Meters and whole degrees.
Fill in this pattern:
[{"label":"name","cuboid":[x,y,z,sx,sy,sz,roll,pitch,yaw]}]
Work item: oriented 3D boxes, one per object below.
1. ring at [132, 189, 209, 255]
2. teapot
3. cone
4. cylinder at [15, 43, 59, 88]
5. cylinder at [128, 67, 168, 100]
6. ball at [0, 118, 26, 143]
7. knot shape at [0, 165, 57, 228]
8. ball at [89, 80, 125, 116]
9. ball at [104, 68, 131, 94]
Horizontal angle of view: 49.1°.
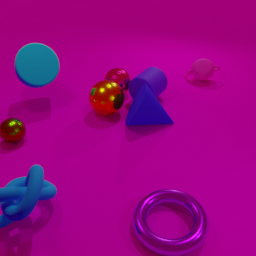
[{"label":"ring","cuboid":[0.874,1.917,5.861,1.586,0.317,1.586,-3,35,2]},{"label":"teapot","cuboid":[3.008,-2.327,11.467,1.498,0.733,0.931,-10,72,10]},{"label":"cone","cuboid":[0.860,-0.440,8.895,1.427,1.422,1.422,25,35,-11]},{"label":"cylinder","cuboid":[-3.073,-2.046,9.392,1.344,1.344,1.344,-15,11,-20]},{"label":"cylinder","cuboid":[0.724,-1.511,10.017,1.054,1.054,1.054,21,43,26]},{"label":"ball","cuboid":[-3.346,0.075,8.112,0.746,0.746,0.746,0,36,0]},{"label":"knot shape","cuboid":[-2.122,1.341,5.599,1.705,1.596,0.788,-30,89,-46]},{"label":"ball","cuboid":[-0.703,-0.987,9.210,1.176,1.176,1.176,0,36,0]},{"label":"ball","cuboid":[-0.387,-1.690,10.321,1.031,1.031,1.031,0,36,0]}]
